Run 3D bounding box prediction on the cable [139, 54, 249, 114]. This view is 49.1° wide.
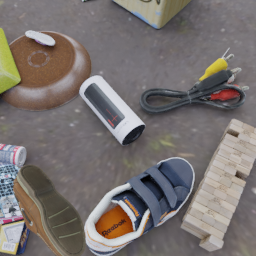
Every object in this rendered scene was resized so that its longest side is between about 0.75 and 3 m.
[{"bbox_3d":[1.814,-0.831,7.412,2.940,0.740,1.428,-24,81,1],"label":"cable"}]

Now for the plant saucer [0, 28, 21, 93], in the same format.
[{"bbox_3d":[-4.188,-1.610,7.386,2.210,0.529,2.207,-29,64,1],"label":"plant saucer"}]

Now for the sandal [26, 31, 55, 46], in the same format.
[{"bbox_3d":[-2.411,-2.453,7.775,0.926,0.228,0.377,28,45,14],"label":"sandal"}]

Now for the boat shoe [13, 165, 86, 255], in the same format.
[{"bbox_3d":[-0.619,0.672,2.153,0.303,0.286,0.842,2,40,-50],"label":"boat shoe"}]

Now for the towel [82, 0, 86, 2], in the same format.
[{"bbox_3d":[-1.010,-4.912,9.601,1.562,0.183,1.191,-20,64,-11],"label":"towel"}]

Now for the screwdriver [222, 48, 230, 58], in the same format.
[{"bbox_3d":[2.761,-2.079,8.133,0.123,0.128,0.881,34,71,14],"label":"screwdriver"}]

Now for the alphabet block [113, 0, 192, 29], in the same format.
[{"bbox_3d":[0.900,-4.869,8.271,2.278,2.333,2.291,37,68,13],"label":"alphabet block"}]

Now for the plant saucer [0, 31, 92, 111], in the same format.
[{"bbox_3d":[-2.422,-1.780,7.782,2.784,0.509,2.784,0,63,0],"label":"plant saucer"}]

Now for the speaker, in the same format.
[{"bbox_3d":[-0.400,-0.444,6.947,0.746,0.746,1.837,-34,68,-16],"label":"speaker"}]

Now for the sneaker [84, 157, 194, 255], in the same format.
[{"bbox_3d":[0.361,1.505,5.730,2.834,1.125,1.112,-37,67,-19],"label":"sneaker"}]

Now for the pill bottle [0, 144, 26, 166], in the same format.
[{"bbox_3d":[-2.847,0.624,6.527,0.799,0.478,0.478,7,63,4],"label":"pill bottle"}]

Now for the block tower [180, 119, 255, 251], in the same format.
[{"bbox_3d":[2.079,1.105,6.110,0.836,0.781,2.892,26,65,14],"label":"block tower"}]

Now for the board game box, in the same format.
[{"bbox_3d":[-3.253,1.521,5.933,2.561,0.443,1.735,9,72,5],"label":"board game box"}]
